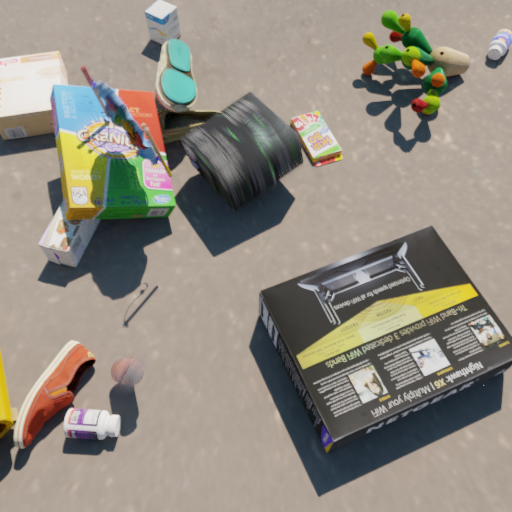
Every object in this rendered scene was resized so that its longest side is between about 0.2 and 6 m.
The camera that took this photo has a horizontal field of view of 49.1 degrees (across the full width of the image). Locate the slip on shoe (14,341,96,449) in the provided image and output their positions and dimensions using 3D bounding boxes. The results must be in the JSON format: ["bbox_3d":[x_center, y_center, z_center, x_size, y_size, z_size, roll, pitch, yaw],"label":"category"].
[{"bbox_3d":[-3.351,2.319,9.333,0.585,0.708,1.912,24,57,7],"label":"slip on shoe"}]

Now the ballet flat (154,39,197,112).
[{"bbox_3d":[-1.877,-3.921,12.848,0.967,0.894,2.867,20,42,-21],"label":"ballet flat"}]

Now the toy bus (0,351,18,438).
[{"bbox_3d":[-4.563,2.533,8.669,2.834,1.552,3.003,12,89,41],"label":"toy bus"}]

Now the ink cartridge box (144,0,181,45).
[{"bbox_3d":[-2.365,-5.913,14.251,0.597,0.825,0.607,29,63,18],"label":"ink cartridge box"}]

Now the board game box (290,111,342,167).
[{"bbox_3d":[1.365,-2.655,12.642,0.692,0.217,1.448,-18,63,-10],"label":"board game box"}]

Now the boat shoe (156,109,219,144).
[{"bbox_3d":[-1.802,-2.977,12.521,2.246,0.707,0.819,7,59,4],"label":"boat shoe"}]

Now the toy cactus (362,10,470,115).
[{"bbox_3d":[3.928,-4.489,13.279,2.498,1.548,3.028,-5,54,-25],"label":"toy cactus"}]

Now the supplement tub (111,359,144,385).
[{"bbox_3d":[-2.104,1.910,9.234,0.423,0.791,0.423,5,79,-28],"label":"supplement tub"}]

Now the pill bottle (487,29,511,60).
[{"bbox_3d":[6.128,-5.301,14.100,0.447,0.447,0.798,28,62,16],"label":"pill bottle"}]

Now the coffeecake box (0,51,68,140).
[{"bbox_3d":[-5.195,-3.737,12.974,1.518,0.723,1.978,-10,59,-6],"label":"coffeecake box"}]

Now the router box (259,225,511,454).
[{"bbox_3d":[2.212,1.320,9.748,3.584,0.936,2.818,-20,61,-12],"label":"router box"}]

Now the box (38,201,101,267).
[{"bbox_3d":[-3.382,-1.296,11.530,0.628,0.672,3.245,14,60,7],"label":"box"}]

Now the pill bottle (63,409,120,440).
[{"bbox_3d":[-2.670,2.757,9.160,0.826,0.460,0.460,4,59,1],"label":"pill bottle"}]

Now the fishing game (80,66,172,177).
[{"bbox_3d":[-2.395,-2.318,10.103,0.383,1.764,2.464,-38,60,-12],"label":"fishing game"}]

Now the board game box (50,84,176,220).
[{"bbox_3d":[-2.906,-2.084,11.282,2.092,0.551,2.735,-5,71,-29],"label":"board game box"}]

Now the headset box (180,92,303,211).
[{"bbox_3d":[-0.226,-2.198,11.441,1.948,0.904,1.696,-37,60,-10],"label":"headset box"}]
